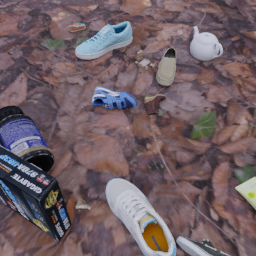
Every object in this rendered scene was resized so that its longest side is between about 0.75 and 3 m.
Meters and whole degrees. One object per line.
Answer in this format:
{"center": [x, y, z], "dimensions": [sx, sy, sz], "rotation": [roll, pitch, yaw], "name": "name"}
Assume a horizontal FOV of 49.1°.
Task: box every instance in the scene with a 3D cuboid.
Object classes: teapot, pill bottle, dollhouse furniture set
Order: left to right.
{"center": [-3.551, 0.432, 9.253], "dimensions": [1.377, 1.377, 2.463], "rotation": [-28, 60, -18], "name": "pill bottle"}
{"center": [0.746, -2.917, 12.227], "dimensions": [0.958, 0.424, 0.496], "rotation": [39, 63, 23], "name": "dollhouse furniture set"}
{"center": [3.467, -3.728, 12.432], "dimensions": [1.401, 1.023, 1.383], "rotation": [11, 56, 7], "name": "teapot"}

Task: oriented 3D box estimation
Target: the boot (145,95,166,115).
{"center": [1.119, -0.892, 10.928], "dimensions": [0.913, 0.330, 0.759], "rotation": [-9, 67, -8], "name": "boot"}

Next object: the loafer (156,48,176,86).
{"center": [1.648, -2.643, 11.859], "dimensions": [0.774, 0.698, 2.045], "rotation": [8, 55, 5], "name": "loafer"}

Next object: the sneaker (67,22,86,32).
{"center": [-2.556, -4.979, 13.774], "dimensions": [0.924, 0.330, 0.369], "rotation": [-10, 49, -12], "name": "sneaker"}

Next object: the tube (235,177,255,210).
{"center": [4.222, 2.462, 8.384], "dimensions": [0.618, 0.553, 2.129], "rotation": [10, 37, -43], "name": "tube"}

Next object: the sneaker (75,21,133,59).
{"center": [-1.109, -4.085, 12.592], "dimensions": [2.864, 1.173, 1.059], "rotation": [-28, 58, -19], "name": "sneaker"}

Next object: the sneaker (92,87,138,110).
{"center": [-0.539, -1.014, 10.750], "dimensions": [1.845, 0.682, 0.759], "rotation": [12, 54, 19], "name": "sneaker"}

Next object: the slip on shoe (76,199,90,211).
{"center": [-1.328, 2.267, 8.242], "dimensions": [0.345, 0.908, 0.275], "rotation": [-8, 68, 7], "name": "slip on shoe"}

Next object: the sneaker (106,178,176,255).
{"center": [0.352, 2.479, 7.950], "dimensions": [1.106, 1.167, 2.890], "rotation": [-32, 60, -19], "name": "sneaker"}

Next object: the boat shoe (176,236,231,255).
{"center": [2.131, 3.376, 7.717], "dimensions": [1.623, 0.574, 0.517], "rotation": [28, 59, 10], "name": "boat shoe"}

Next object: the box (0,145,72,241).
{"center": [-2.715, 1.736, 7.439], "dimensions": [2.260, 2.843, 0.654], "rotation": [26, 55, 17], "name": "box"}
